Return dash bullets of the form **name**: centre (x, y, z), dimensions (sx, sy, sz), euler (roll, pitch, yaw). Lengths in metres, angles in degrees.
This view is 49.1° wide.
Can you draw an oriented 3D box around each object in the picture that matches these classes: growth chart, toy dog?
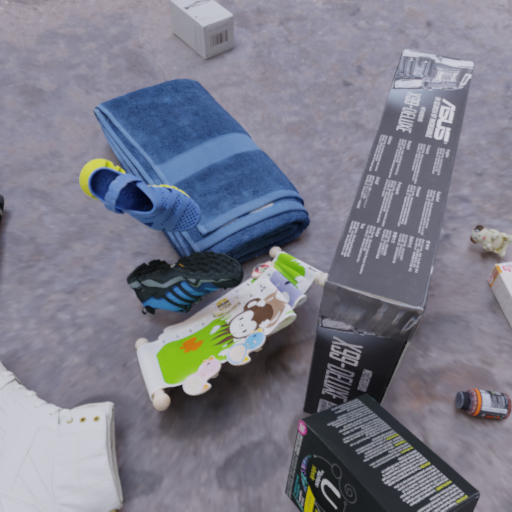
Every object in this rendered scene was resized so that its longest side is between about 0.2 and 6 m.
- **growth chart**: centre (-0.362, 0.910, 8.006), dimensions (3.084, 0.273, 2.231), euler (-33, 23, -17)
- **toy dog**: centre (3.904, -0.307, 9.397), dimensions (0.578, 0.403, 0.560), euler (19, 27, -8)

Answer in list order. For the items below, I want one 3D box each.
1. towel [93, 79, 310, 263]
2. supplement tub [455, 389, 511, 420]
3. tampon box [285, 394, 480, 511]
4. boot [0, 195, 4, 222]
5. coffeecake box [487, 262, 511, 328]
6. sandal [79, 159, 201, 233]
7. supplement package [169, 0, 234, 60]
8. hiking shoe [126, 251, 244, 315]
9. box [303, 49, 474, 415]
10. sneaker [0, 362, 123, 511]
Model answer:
- **towel**: centre (-1.065, -1.656, 10.187), dimensions (2.408, 1.047, 4.314), euler (-26, 57, -18)
- **supplement tub**: centre (3.140, 2.047, 7.777), dimensions (0.692, 0.370, 0.370), euler (9, 53, -4)
- **tampon box**: centre (1.138, 2.310, 5.426), dimensions (0.939, 1.115, 1.488), euler (-11, 31, -32)
- **boot**: centre (-5.191, -0.099, 9.319), dimensions (1.739, 0.693, 2.110), euler (-7, 58, -3)
- **coffeecake box**: centre (4.383, 0.680, 8.805), dimensions (0.955, 0.455, 1.244), euler (-8, 53, -6)
- **sandal**: centre (-1.470, -0.691, 7.456), dimensions (1.719, 0.683, 0.748), euler (17, 12, -33)
- **supplement package**: centre (-1.286, -5.471, 13.198), dimensions (0.866, 0.869, 1.481), euler (-31, 59, -21)
- **hiking shoe**: centre (-0.966, 0.430, 8.208), dimensions (1.826, 0.791, 0.679), euler (-5, 31, 24)
- **box**: centre (1.786, -0.203, 7.694), dimensions (1.044, 3.308, 4.194), euler (16, 54, 12)
- **sneaker**: centre (-2.818, 2.146, 7.370), dimensions (1.806, 1.151, 3.124), euler (-22, 66, -18)
